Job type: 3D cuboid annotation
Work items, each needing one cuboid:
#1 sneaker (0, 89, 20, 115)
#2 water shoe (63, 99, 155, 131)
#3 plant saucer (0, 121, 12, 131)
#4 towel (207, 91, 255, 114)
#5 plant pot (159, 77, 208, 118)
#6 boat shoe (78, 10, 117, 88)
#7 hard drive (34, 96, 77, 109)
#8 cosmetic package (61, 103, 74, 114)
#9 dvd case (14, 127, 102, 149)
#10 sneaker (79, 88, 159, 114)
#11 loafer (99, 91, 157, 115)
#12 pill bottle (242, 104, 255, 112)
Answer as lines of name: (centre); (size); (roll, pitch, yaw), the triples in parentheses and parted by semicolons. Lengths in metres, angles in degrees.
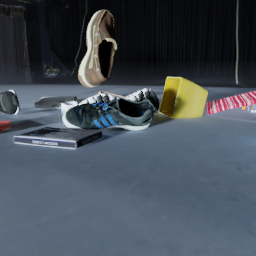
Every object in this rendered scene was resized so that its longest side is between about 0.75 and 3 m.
sneaker: (-5.000, -0.841, 10.592); (1.106, 0.957, 2.527); (-20, 13, -41)
water shoe: (-0.504, -0.469, 7.431); (2.418, 0.864, 0.954); (-2, -32, -12)
plant saucer: (-3.937, 0.010, 7.545); (1.193, 0.219, 1.196); (0, 12, -1)
towel: (4.656, -1.086, 11.321); (2.839, 0.319, 2.053); (-13, 10, 18)
plant pot: (2.081, -1.042, 10.317); (1.246, 1.413, 1.413); (11, 8, -15)
boat shoe: (-0.674, -2.416, 8.300); (0.957, 2.587, 0.956); (-6, -21, 40)
hard drive: (-3.421, -1.261, 13.711); (1.851, 0.374, 2.807); (-2, 11, -10)
cosmetic package: (-2.327, -0.721, 10.793); (0.295, 0.420, 0.828); (-5, 13, -26)
dvd case: (-1.600, 0.205, 6.571); (1.634, 0.202, 1.228); (5, 12, 21)
sneaker: (-0.364, -0.525, 8.817); (2.775, 1.043, 1.125); (-10, -6, -30)
loafer: (-0.140, -0.977, 10.967); (2.699, 0.849, 0.970); (6, 13, 30)
pill bottle: (5.216, -0.912, 11.407); (1.052, 0.559, 0.559); (4, 12, 19)
